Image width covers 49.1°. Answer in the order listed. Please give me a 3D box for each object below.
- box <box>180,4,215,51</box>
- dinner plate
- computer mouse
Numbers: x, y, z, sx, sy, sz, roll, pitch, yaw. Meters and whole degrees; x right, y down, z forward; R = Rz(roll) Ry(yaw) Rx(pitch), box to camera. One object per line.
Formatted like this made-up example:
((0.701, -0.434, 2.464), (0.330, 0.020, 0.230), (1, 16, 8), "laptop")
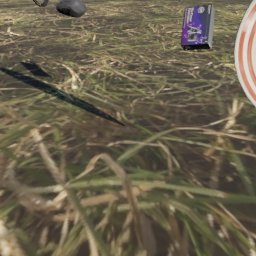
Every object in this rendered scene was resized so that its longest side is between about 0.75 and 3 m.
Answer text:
((1.549, -2.214, 6.206), (0.627, 0.889, 0.350), (4, -6, 27), "box")
((2.965, -1.066, 3.985), (2.793, 2.793, 0.339), (21, 42, 31), "dinner plate")
((-2.319, -4.142, 9.143), (2.290, 0.390, 0.671), (24, 68, 20), "computer mouse")
